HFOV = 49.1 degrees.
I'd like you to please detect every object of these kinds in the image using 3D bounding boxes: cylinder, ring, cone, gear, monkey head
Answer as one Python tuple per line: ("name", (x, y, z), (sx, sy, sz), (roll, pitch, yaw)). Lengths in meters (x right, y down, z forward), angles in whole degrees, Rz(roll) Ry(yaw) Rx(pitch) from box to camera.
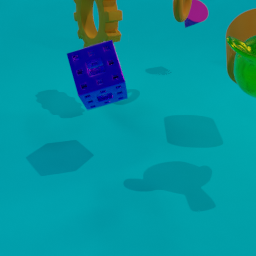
("cylinder", (2.791, -1.722, 6.092), (1.237, 1.237, 1.237), (6, 52, 10))
("ring", (1.444, -3.397, 7.279), (0.245, 1.227, 1.227), (14, 36, 21))
("cone", (2.206, -3.849, 9.927), (0.934, 0.937, 0.934), (3, 72, -10))
("gear", (-0.825, -2.854, 7.153), (0.371, 2.009, 2.009), (-17, 36, -28))
("monkey head", (2.307, -0.824, 4.296), (1.153, 1.913, 1.376), (-31, 45, 24))

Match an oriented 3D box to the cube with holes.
("cube with holes", (-0.546, -0.957, 5.280), (0.846, 0.846, 0.846), (-17, 76, -1))
